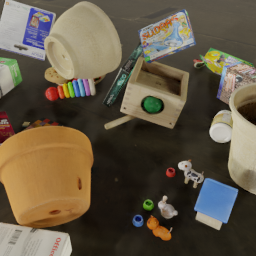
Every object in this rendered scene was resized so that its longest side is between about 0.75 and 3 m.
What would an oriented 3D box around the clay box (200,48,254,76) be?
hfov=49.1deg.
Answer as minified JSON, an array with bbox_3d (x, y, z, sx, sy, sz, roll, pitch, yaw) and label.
[{"bbox_3d":[4.852,-2.975,13.596,2.681,1.540,0.638,39,95,38],"label":"clay box"}]

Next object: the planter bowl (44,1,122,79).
[{"bbox_3d":[-1.560,-2.476,8.695,2.321,2.321,1.562,29,53,32],"label":"planter bowl"}]

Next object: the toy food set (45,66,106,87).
[{"bbox_3d":[-2.533,-2.898,14.135,2.900,0.705,2.870,5,38,8],"label":"toy food set"}]

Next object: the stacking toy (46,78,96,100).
[{"bbox_3d":[-2.598,-1.735,12.584,2.165,0.924,0.924,-12,39,-9],"label":"stacking toy"}]

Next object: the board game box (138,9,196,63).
[{"bbox_3d":[1.427,-3.404,10.521,1.939,1.313,0.334,-17,-9,27],"label":"board game box"}]

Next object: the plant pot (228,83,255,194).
[{"bbox_3d":[4.196,0.479,8.226,2.843,2.602,2.843,0,38,0],"label":"plant pot"}]

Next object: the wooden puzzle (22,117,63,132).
[{"bbox_3d":[-3.260,0.070,10.774,1.867,0.131,1.107,20,42,24],"label":"wooden puzzle"}]

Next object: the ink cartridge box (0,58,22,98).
[{"bbox_3d":[-6.624,-2.117,12.707,2.099,1.209,2.875,10,39,13],"label":"ink cartridge box"}]

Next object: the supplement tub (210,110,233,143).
[{"bbox_3d":[3.543,-0.081,10.406,0.820,0.820,1.135,15,39,19],"label":"supplement tub"}]

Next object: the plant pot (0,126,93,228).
[{"bbox_3d":[-2.050,1.410,7.335,2.559,2.559,1.792,-11,55,-13],"label":"plant pot"}]

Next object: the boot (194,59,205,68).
[{"bbox_3d":[3.741,-3.555,15.329,0.880,0.318,0.635,-22,42,-38],"label":"boot"}]

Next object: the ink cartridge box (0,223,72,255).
[{"bbox_3d":[-2.353,3.040,6.422,1.777,0.749,1.297,7,38,9],"label":"ink cartridge box"}]

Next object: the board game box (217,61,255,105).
[{"bbox_3d":[4.936,-1.630,11.770,0.966,1.590,1.994,-20,41,-24],"label":"board game box"}]

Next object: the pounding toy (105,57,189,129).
[{"bbox_3d":[0.794,-1.132,11.220,2.582,1.994,2.805,18,42,1],"label":"pounding toy"}]

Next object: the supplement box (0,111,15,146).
[{"bbox_3d":[-4.684,0.343,9.745,1.310,0.733,2.406,-9,36,-32],"label":"supplement box"}]

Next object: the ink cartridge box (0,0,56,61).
[{"bbox_3d":[-3.203,-3.041,8.792,1.538,1.556,0.366,14,1,-11],"label":"ink cartridge box"}]

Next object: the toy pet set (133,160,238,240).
[{"bbox_3d":[1.644,1.815,7.584,2.243,1.276,2.402,20,42,24],"label":"toy pet set"}]

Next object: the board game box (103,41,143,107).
[{"bbox_3d":[-0.102,-2.449,12.541,0.418,2.009,2.970,31,41,-4],"label":"board game box"}]
